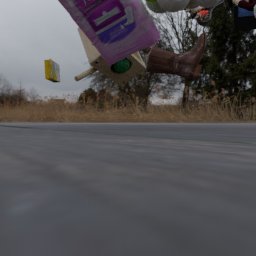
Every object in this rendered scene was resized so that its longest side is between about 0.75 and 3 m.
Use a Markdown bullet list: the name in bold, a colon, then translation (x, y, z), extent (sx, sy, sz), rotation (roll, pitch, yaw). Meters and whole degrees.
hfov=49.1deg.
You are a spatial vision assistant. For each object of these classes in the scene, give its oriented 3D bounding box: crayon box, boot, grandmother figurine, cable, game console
- **crayon box**: translation (-2.831, -2.118, 10.406), extent (0.288, 0.702, 1.116), rotation (-3, 1, 3)
- **boot**: translation (1.781, -2.890, 10.608), extent (2.165, 2.018, 0.695), rotation (13, -13, 9)
- **grandmother figurine**: translation (3.389, -3.314, 7.178), extent (1.249, 0.624, 2.060), rotation (-17, 38, 26)
- **cable**: translation (2.332, -3.480, 8.050), extent (1.732, 0.841, 0.436), rotation (-35, -26, -20)
- **game console**: translation (3.964, -3.770, 8.338), extent (1.573, 0.276, 1.779), rotation (-1, -41, 20)

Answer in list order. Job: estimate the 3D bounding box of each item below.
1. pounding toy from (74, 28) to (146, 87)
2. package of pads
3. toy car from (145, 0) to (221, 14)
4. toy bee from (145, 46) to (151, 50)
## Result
- **pounding toy**: translation (-0.938, -3.097, 11.956), extent (2.066, 2.905, 2.675), rotation (-33, -33, 21)
- **package of pads**: translation (-0.489, -2.943, 6.863), extent (1.626, 1.021, 2.699), rotation (-23, -46, 20)
- **toy car**: translation (1.266, -3.504, 6.525), extent (1.917, 1.438, 1.678), rotation (-10, 23, -6)
- **toy bee**: translation (-0.042, -3.406, 9.640), extent (2.119, 1.387, 1.152), rotation (21, 29, 0)
